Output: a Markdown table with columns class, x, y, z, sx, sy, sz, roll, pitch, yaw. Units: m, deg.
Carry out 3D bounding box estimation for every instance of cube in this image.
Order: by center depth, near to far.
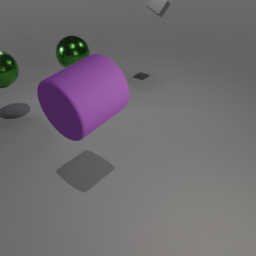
| class | x | y | z | sx | sy | sz | roll | pitch | yaw |
| --- | --- | --- | --- | --- | --- | --- | --- | --- | --- |
| cube | 1.369 | -5.506 | 12.518 | 0.700 | 0.700 | 0.700 | 39 | 19 | 8 |

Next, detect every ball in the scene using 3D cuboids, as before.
| class | x | y | z | sx | sy | sz | roll | pitch | yaw |
| --- | --- | --- | --- | --- | --- | --- | --- | --- | --- |
| ball | -4.850 | -2.194 | 10.525 | 1.400 | 1.400 | 1.400 | 0 | 31 | 0 |
| ball | -2.301 | -3.130 | 11.703 | 1.400 | 1.400 | 1.400 | 0 | 31 | 0 |

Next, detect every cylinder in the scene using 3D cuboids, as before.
| class | x | y | z | sx | sy | sz | roll | pitch | yaw |
| --- | --- | --- | --- | --- | --- | --- | --- | --- | --- |
| cylinder | -0.928 | -0.665 | 5.961 | 1.400 | 1.400 | 1.400 | 24 | 48 | 34 |
